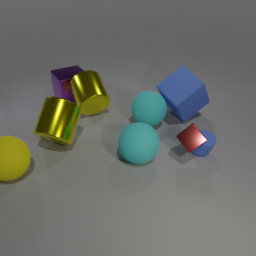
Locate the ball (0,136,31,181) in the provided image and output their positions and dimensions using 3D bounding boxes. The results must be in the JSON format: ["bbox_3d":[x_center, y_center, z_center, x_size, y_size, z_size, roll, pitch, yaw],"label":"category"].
[{"bbox_3d":[-3.786,0.945,8.753,1.400,1.400,1.400,0,33,0],"label":"ball"}]

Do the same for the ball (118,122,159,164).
[{"bbox_3d":[0.359,0.508,9.471,1.400,1.400,1.400,0,33,0],"label":"ball"}]

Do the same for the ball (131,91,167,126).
[{"bbox_3d":[0.836,-0.772,11.169,1.400,1.400,1.400,0,33,0],"label":"ball"}]

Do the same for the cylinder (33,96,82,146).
[{"bbox_3d":[-2.519,-0.231,10.096,1.400,1.400,1.400,11,75,16],"label":"cylinder"}]

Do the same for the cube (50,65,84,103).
[{"bbox_3d":[-2.712,-1.995,13.296,1.400,1.400,1.400,-18,37,-25],"label":"cube"}]

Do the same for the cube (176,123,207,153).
[{"bbox_3d":[2.067,0.349,9.161,0.700,0.700,0.700,-38,79,6],"label":"cube"}]

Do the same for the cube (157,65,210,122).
[{"bbox_3d":[2.279,-1.392,11.514,1.400,1.400,1.400,-39,55,2],"label":"cube"}]

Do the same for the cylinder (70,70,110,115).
[{"bbox_3d":[-1.636,-1.499,12.029,1.400,1.400,1.400,-14,63,-20],"label":"cylinder"}]

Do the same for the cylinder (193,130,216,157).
[{"bbox_3d":[2.649,0.549,9.869,0.700,0.700,0.700,6,50,-7],"label":"cylinder"}]
